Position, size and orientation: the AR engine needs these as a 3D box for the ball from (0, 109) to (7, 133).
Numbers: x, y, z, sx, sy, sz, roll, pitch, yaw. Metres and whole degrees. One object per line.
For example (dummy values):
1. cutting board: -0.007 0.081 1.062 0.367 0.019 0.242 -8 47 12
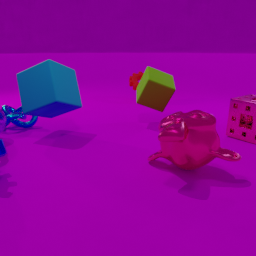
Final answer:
1. ball: -3.626 -0.178 7.308 0.841 0.841 0.841 0 17 0

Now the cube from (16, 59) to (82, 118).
1. cube: -2.135 -1.013 7.686 1.157 1.157 1.157 -17 -10 22

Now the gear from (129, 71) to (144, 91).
1. gear: 0.712 -2.008 12.238 1.329 0.246 1.329 4 43 -4

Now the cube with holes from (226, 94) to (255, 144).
1. cube with holes: 3.450 -0.260 7.551 1.046 1.046 1.046 -13 23 -37

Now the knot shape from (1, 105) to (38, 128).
1. knot shape: -3.463 -0.317 8.522 1.221 0.564 1.142 12 31 23

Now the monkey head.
1. monkey head: 1.095 0.324 5.399 1.919 1.156 1.381 -4 15 31

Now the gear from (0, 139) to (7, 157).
1. gear: -3.007 0.580 4.975 1.559 0.288 1.559 -19 -1 0

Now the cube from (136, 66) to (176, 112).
1. cube: 0.843 -1.208 8.725 0.903 0.903 0.903 19 36 -12
